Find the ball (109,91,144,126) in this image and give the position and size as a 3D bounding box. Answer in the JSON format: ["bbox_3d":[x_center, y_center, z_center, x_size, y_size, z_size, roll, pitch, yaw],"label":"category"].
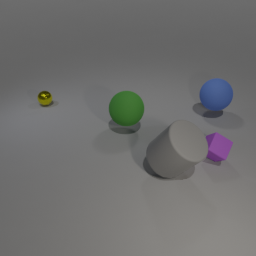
[{"bbox_3d":[-0.057,-0.763,11.016,1.400,1.400,1.400,0,31,0],"label":"ball"}]

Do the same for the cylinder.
[{"bbox_3d":[1.498,0.673,8.701,1.400,1.400,1.400,15,54,-22],"label":"cylinder"}]

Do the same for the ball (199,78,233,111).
[{"bbox_3d":[3.831,-1.450,12.188,1.400,1.400,1.400,0,31,0],"label":"ball"}]

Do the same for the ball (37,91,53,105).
[{"bbox_3d":[-3.974,-1.435,13.403,0.700,0.700,0.700,0,31,0],"label":"ball"}]

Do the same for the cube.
[{"bbox_3d":[2.996,0.659,9.555,0.700,0.700,0.700,30,74,-6],"label":"cube"}]
